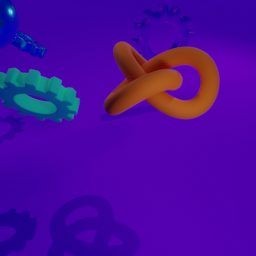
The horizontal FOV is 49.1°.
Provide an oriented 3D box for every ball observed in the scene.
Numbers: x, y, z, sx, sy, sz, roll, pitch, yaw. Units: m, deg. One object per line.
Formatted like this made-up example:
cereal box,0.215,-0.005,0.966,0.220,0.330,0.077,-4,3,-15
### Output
ball,-2.782,-2.131,5.445,1.240,1.240,1.240,0,38,0

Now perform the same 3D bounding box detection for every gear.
gear,-2.892,-2.373,7.568,1.403,0.259,1.403,31,12,-8
gear,1.042,-2.668,8.395,1.890,1.890,0.350,-11,31,-14
gear,-1.529,-0.504,4.743,1.366,1.366,0.253,6,68,8

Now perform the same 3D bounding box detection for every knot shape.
knot shape,0.355,-0.732,4.511,1.920,0.887,1.797,26,43,28
